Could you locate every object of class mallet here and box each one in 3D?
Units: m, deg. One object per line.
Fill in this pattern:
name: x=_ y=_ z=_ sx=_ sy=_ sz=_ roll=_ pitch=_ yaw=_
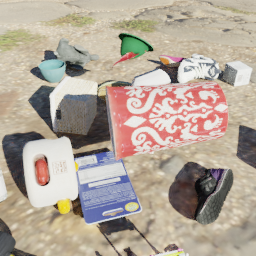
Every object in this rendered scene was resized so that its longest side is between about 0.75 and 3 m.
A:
mallet: x=-1.938 y=3.126 z=5.848 sx=2.862 sy=0.589 sz=0.942 roll=18 pitch=39 yaw=17

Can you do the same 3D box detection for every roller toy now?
roller toy: x=-1.980 y=1.145 z=7.441 sx=1.327 sy=1.732 sz=1.898 roll=-9 pitch=35 yaw=-14

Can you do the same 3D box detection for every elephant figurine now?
elephant figurine: x=-2.609 y=-3.795 z=14.671 sx=2.146 sy=1.519 sz=1.665 roll=14 pitch=65 yaw=-7

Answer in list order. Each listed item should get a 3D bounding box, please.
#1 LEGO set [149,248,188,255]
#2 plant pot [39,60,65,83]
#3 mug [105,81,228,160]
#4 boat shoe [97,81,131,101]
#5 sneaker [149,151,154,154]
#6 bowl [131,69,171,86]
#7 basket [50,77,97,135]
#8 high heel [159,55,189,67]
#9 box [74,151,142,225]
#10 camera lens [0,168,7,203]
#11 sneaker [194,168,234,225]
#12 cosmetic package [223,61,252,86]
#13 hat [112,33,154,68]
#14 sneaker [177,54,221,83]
LEGO set: x=0.455 y=3.210 z=5.190 sx=2.884 sy=1.073 sz=1.327 roll=-23 pitch=42 yaw=-28
plant pot: x=-3.584 y=-2.653 z=13.429 sx=1.226 sy=0.826 sz=1.226 roll=0 pitch=36 yaw=0
mug: x=0.886 y=-0.435 z=7.570 sx=2.842 sy=1.896 sz=2.523 roll=-8 pitch=25 yaw=-5
boat shoe: x=0.084 y=-1.233 z=11.432 sx=2.810 sy=1.007 sz=1.070 roll=3 pitch=46 yaw=4
sneaker: x=0.653 y=-0.376 z=10.067 sx=1.516 sy=1.091 sz=2.900 roll=17 pitch=43 yaw=14
bowl: x=0.750 y=-1.760 z=10.312 sx=1.470 sy=0.549 sz=1.468 roll=-20 pitch=13 yaw=5
basket: x=-1.933 y=-0.818 z=10.314 sx=1.299 sy=1.600 sz=1.615 roll=9 pitch=36 yaw=5
high heel: x=2.508 y=-3.625 z=14.816 sx=1.705 sy=0.574 sz=0.818 roll=21 pitch=56 yaw=16
box: x=-0.666 y=1.643 z=7.901 sx=1.504 sy=0.402 sz=2.482 roll=-10 pitch=36 yaw=-13
camera lens: x=-3.746 y=1.511 z=7.405 sx=0.878 sy=1.098 sz=0.878 roll=-13 pitch=1 yaw=0
sneaker: x=2.137 y=1.816 z=7.617 sx=0.850 sy=0.735 sz=1.941 roll=2 pitch=31 yaw=42
cosmetic package: x=5.196 y=-2.603 z=13.367 sx=0.816 sy=0.821 sz=0.981 roll=-11 pitch=38 yaw=-15
hat: x=-0.009 y=-2.417 z=9.758 sx=1.547 sy=1.361 sz=1.281 roll=21 pitch=-1 yaw=-36
sneaker: x=3.497 y=-2.725 z=13.359 sx=1.657 sy=1.016 sz=2.546 roll=18 pitch=35 yaw=28
